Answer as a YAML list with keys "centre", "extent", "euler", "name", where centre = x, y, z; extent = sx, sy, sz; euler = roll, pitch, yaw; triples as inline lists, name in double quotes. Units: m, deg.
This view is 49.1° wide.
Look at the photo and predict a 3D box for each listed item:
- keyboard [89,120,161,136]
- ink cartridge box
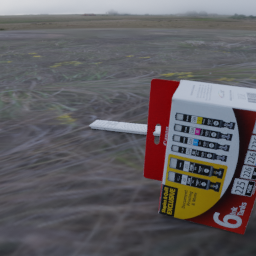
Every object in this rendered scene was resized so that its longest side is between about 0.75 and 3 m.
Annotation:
- centre: [0.038, -0.028, 8.541]
  extent: [2.363, 0.126, 0.665]
  euler: [6, 24, 14]
  name: "keyboard"
- centre: [1.156, 0.440, 4.701]
  extent: [1.972, 2.247, 0.942]
  euler: [10, 29, 14]
  name: "ink cartridge box"
